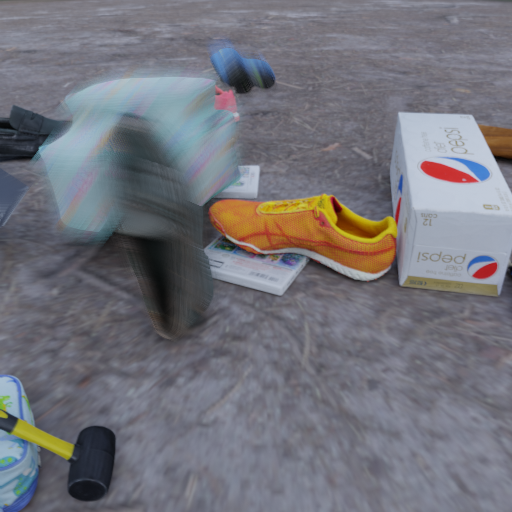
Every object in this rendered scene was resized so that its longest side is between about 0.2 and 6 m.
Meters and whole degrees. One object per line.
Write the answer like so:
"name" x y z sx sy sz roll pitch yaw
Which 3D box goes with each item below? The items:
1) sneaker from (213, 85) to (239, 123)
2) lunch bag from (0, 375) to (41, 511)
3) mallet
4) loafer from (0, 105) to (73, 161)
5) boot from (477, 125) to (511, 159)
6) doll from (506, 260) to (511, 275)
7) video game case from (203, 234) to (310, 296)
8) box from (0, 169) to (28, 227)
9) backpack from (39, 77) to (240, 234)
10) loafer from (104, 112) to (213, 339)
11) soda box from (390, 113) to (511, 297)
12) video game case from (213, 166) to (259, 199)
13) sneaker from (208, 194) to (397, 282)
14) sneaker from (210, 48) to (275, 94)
"sneaker" -1.320 -4.299 15.387 2.267 0.983 0.835 25 39 36
"lunch bag" -3.015 1.905 5.323 1.751 0.722 1.407 -14 35 -21
"mallet" -2.142 1.529 5.188 2.000 0.412 0.659 41 22 -19
"loafer" -5.314 -2.846 12.775 3.332 1.170 1.131 -8 31 -13
"boot" 5.859 -2.335 12.050 3.175 1.087 2.989 16 35 26
"doll" 4.225 0.225 8.556 1.055 0.256 0.720 14 44 20
"video game case" -0.038 0.027 8.965 1.604 0.190 1.460 13 33 22
"box" -4.441 -1.060 8.446 1.314 1.443 0.751 -4 55 50
"backpack" -1.902 -1.673 9.254 2.740 2.390 3.117 3 32 18
"loafer" -1.170 -0.254 6.709 1.012 2.816 0.886 -1 33 21
"soda box" 3.204 -1.146 9.730 1.512 1.413 4.439 5 31 8
"video game case" -0.713 -1.550 11.595 1.521 0.180 1.384 1 31 2
"sneaker" 0.715 -0.547 8.710 2.980 1.149 1.087 12 35 10
"sneaker" -0.253 -3.764 11.831 0.692 0.809 1.953 -17 -5 32
